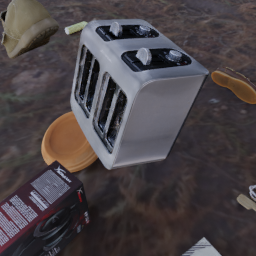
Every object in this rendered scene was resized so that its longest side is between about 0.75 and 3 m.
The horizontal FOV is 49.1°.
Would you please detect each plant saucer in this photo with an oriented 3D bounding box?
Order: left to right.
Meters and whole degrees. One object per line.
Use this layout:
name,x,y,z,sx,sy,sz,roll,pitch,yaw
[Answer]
plant saucer,-1.566,0.273,7.850,1.978,0.370,1.978,-8,57,13

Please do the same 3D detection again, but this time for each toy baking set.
toy baking set,3.826,1.992,6.784,2.126,0.247,1.632,-9,45,-9

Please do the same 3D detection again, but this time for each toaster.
toaster,0.005,-0.690,5.951,1.600,2.696,2.438,-8,44,-31

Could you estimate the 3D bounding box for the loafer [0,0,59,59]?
loafer,-2.414,-2.359,6.605,1.074,0.953,2.825,-35,20,-27

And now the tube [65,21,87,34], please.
tube,-2.319,-4.645,12.927,1.217,0.353,0.316,-35,12,-31

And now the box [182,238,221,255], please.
box,1.116,2.939,5.608,1.551,0.637,0.530,-27,52,-25

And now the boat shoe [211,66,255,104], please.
boat shoe,3.882,-1.590,9.766,0.701,0.702,1.993,-29,53,-20

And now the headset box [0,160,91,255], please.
headset box,-1.956,2.069,5.639,0.912,1.758,2.363,32,54,27
